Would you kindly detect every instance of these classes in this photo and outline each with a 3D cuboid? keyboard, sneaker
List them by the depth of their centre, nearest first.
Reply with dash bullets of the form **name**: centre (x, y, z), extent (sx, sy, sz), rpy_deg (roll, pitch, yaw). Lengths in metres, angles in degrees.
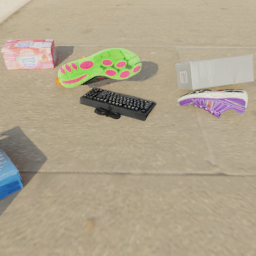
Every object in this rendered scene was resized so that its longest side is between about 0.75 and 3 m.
- **sneaker**: centre (2.697, -0.776, 9.162), extent (2.221, 0.927, 0.896), rpy_deg (5, 16, 30)
- **sneaker**: centre (-0.910, -1.996, 9.163), extent (2.708, 1.039, 1.134), rpy_deg (-8, 16, 4)
- **keyboard**: centre (-0.438, -0.822, 9.599), extent (2.497, 0.320, 1.499), rpy_deg (15, 40, 20)
- **sneaker**: centre (-1.948, -2.315, 11.049), extent (0.853, 0.902, 2.339), rpy_deg (27, 47, 29)

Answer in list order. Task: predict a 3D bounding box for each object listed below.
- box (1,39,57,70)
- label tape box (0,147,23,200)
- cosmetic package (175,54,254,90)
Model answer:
- **box**: centre (-4.198, -3.179, 12.085), extent (2.023, 0.958, 1.038), rpy_deg (-3, 38, -4)
- **label tape box**: centre (-3.698, 1.056, 6.903), extent (1.420, 0.623, 1.969), rpy_deg (-27, 46, -31)
- **cosmetic package**: centre (3.159, -2.034, 10.244), extent (2.457, 1.108, 1.312), rpy_deg (-12, 11, -13)
